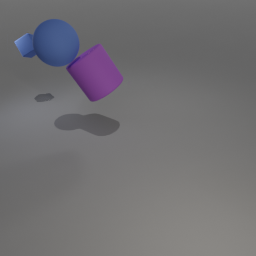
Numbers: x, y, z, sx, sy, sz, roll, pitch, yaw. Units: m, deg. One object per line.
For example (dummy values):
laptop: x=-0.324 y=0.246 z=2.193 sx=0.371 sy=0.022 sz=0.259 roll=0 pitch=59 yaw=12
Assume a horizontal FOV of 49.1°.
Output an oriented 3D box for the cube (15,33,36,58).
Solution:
cube: x=-4.099 y=-3.409 z=11.642 sx=0.700 sy=0.700 sz=0.700 roll=-28 pitch=5 yaw=13

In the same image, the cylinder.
cylinder: x=-1.100 y=-1.842 z=9.397 sx=1.400 sy=1.400 sz=1.400 roll=-30 pitch=23 yaw=14

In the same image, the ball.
ball: x=-2.203 y=-2.602 z=8.610 sx=1.400 sy=1.400 sz=1.400 roll=0 pitch=29 yaw=0
